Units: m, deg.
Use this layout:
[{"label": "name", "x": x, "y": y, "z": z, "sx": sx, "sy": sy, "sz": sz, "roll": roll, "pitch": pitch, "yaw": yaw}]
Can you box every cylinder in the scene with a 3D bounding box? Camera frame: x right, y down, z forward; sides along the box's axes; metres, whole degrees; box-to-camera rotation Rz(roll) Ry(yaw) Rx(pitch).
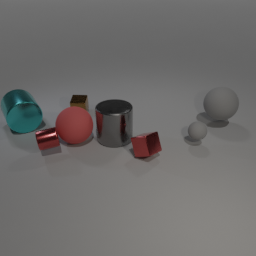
[{"label": "cylinder", "x": -2.804, "y": 0.378, "z": 9.801, "sx": 0.700, "sy": 0.700, "sz": 0.700, "roll": -15, "pitch": 31, "yaw": -12}, {"label": "cylinder", "x": -0.517, "y": -0.199, "z": 10.698, "sx": 1.400, "sy": 1.400, "sz": 1.400, "roll": 0, "pitch": 29, "yaw": 0}, {"label": "cylinder", "x": -4.400, "y": -0.713, "z": 11.564, "sx": 1.400, "sy": 1.400, "sz": 1.400, "roll": -15, "pitch": 35, "yaw": -26}]

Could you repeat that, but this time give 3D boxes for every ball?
[{"label": "ball", "x": -2.007, "y": -0.106, "z": 10.511, "sx": 1.400, "sy": 1.400, "sz": 1.400, "roll": 0, "pitch": 29, "yaw": 0}, {"label": "ball", "x": 3.845, "y": -1.012, "z": 11.587, "sx": 1.400, "sy": 1.400, "sz": 1.400, "roll": 0, "pitch": 29, "yaw": 0}, {"label": "ball", "x": 2.571, "y": 0.101, "z": 10.358, "sx": 0.700, "sy": 0.700, "sz": 0.700, "roll": 0, "pitch": 29, "yaw": 0}]

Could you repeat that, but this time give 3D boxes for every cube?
[{"label": "cube", "x": -2.229, "y": -1.055, "z": 12.899, "sx": 0.700, "sy": 0.700, "sz": 0.700, "roll": 1, "pitch": 39, "yaw": 2}, {"label": "cube", "x": 0.638, "y": 0.565, "z": 9.710, "sx": 0.700, "sy": 0.700, "sz": 0.700, "roll": -10, "pitch": 6, "yaw": 45}]
